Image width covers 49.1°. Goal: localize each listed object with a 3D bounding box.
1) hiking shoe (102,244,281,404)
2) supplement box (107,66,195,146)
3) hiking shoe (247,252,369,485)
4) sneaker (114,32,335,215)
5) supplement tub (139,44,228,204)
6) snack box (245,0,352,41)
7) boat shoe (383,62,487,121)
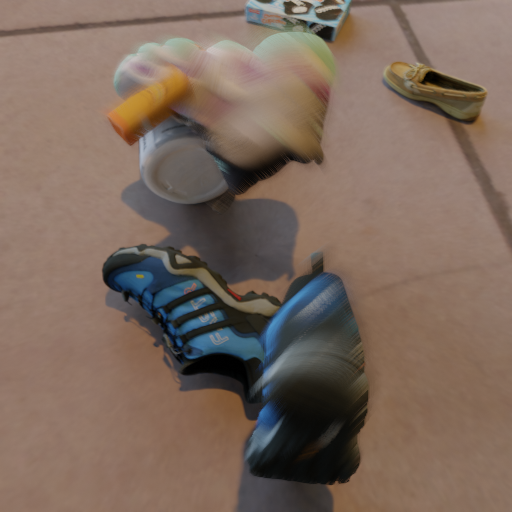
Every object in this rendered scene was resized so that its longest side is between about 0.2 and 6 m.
[{"bbox_3d":[-0.971,0.931,8.216,3.380,1.257,1.465,22,57,14],"label":"hiking shoe"},{"bbox_3d":[-1.404,-2.040,7.602,1.182,0.407,0.393,-41,64,-11],"label":"supplement box"},{"bbox_3d":[0.648,1.576,6.391,1.283,3.449,1.495,9,52,0],"label":"hiking shoe"},{"bbox_3d":[-0.652,-1.827,8.244,3.514,1.366,2.458,1,84,24],"label":"sneaker"},{"bbox_3d":[-1.300,-2.521,10.288,1.737,1.737,2.836,-7,56,-5],"label":"supplement tub"},{"bbox_3d":[1.016,-5.915,13.401,2.247,0.417,1.305,18,58,12],"label":"snack box"},{"bbox_3d":[3.697,-3.590,11.643,2.207,0.694,0.805,37,63,22],"label":"boat shoe"}]
